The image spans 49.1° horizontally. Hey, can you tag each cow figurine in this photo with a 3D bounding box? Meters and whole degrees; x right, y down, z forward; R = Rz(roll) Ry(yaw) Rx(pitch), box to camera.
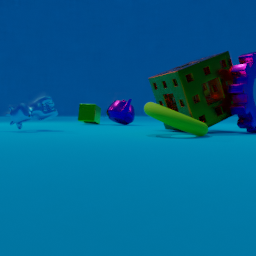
[{"bbox_3d":[-2.374,-0.379,7.020,1.142,0.637,1.160,-23,-1,-11],"label":"cow figurine"}]

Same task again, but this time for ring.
[{"bbox_3d":[0.913,-0.178,5.374,1.288,0.258,1.288,21,7,-3],"label":"ring"}]

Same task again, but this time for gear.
[{"bbox_3d":[2.883,-0.802,6.294,1.775,1.775,0.328,-2,3,-39],"label":"gear"}]

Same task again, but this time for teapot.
[{"bbox_3d":[-0.233,-0.701,11.255,1.168,0.920,1.878,20,-14,-14],"label":"teapot"}]

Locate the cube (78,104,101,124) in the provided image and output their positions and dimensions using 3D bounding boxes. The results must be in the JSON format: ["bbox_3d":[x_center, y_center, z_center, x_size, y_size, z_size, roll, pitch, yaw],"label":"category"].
[{"bbox_3d":[-1.613,-0.581,11.817,0.730,0.730,0.730,2,-9,14],"label":"cube"}]

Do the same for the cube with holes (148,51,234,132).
[{"bbox_3d":[1.575,-0.823,6.635,1.381,1.381,1.381,-24,12,-19],"label":"cube with holes"}]
